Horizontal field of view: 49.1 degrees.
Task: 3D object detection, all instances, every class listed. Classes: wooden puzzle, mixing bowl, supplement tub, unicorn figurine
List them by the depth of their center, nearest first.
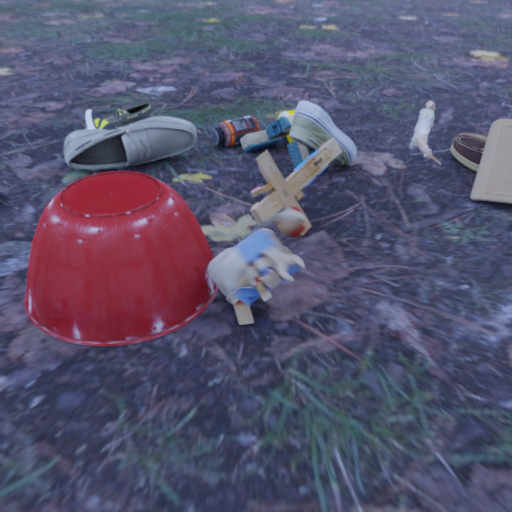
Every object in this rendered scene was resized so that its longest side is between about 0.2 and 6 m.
[{"bbox_3d":[-2.073,-0.240,8.385,3.005,1.627,3.005,-1,32,1],"label":"mixing bowl"},{"bbox_3d":[5.451,-1.788,10.921,2.080,0.387,1.924,10,69,36],"label":"wooden puzzle"},{"bbox_3d":[3.339,-2.421,11.159,0.509,1.378,0.946,-1,0,10],"label":"unicorn figurine"},{"bbox_3d":[-0.526,-3.013,13.666,1.159,0.620,0.620,-19,37,-28],"label":"supplement tub"}]

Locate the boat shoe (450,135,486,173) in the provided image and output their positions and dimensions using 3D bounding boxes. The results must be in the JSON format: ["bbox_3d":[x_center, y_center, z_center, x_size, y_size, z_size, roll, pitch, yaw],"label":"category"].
[{"bbox_3d":[5.467,-2.210,12.002,1.031,1.028,2.858,-17,36,-24],"label":"boat shoe"}]

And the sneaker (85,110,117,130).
[{"bbox_3d":[-3.751,-2.985,13.689,0.785,0.691,1.856,-4,41,-18],"label":"sneaker"}]

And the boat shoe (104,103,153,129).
[{"bbox_3d":[-3.458,-3.686,14.848,1.584,0.473,0.566,-23,39,-32],"label":"boat shoe"}]

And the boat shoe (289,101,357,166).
[{"bbox_3d":[1.354,-2.404,11.838,0.907,0.781,2.518,31,3,33],"label":"boat shoe"}]

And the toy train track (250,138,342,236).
[{"bbox_3d":[0.695,-1.381,10.240,0.449,1.582,2.758,-13,25,48],"label":"toy train track"}]

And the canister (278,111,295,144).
[{"bbox_3d":[1.140,-3.192,13.992,0.990,0.577,1.333,-7,32,-10],"label":"canister"}]

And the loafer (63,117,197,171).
[{"bbox_3d":[-2.754,-2.398,12.427,2.948,1.031,1.029,-11,40,-6],"label":"loafer"}]

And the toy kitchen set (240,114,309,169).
[{"bbox_3d":[0.505,-2.419,12.884,0.923,1.255,1.566,-18,0,-26],"label":"toy kitchen set"}]

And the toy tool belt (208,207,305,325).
[{"bbox_3d":[0.192,0.174,7.839,0.999,1.625,1.015,57,13,13],"label":"toy tool belt"}]
